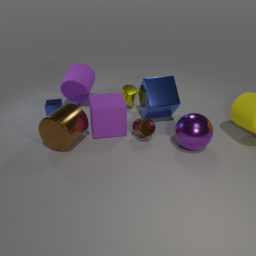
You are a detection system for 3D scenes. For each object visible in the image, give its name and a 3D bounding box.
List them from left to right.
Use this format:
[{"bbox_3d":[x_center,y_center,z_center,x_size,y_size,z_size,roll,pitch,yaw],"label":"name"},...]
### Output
[{"bbox_3d":[-3.377,-0.872,12.878,0.700,0.700,0.700,-6,31,-3],"label":"cube"},{"bbox_3d":[-2.456,-0.056,10.807,1.400,1.400,1.400,12,32,20],"label":"cylinder"},{"bbox_3d":[-2.426,-2.227,13.701,1.400,1.400,1.400,5,49,8],"label":"cylinder"},{"bbox_3d":[-0.845,-0.551,11.669,1.400,1.400,1.400,-5,31,-9],"label":"cube"},{"bbox_3d":[0.041,-1.597,13.405,0.700,0.700,0.700,6,48,-7],"label":"cylinder"},{"bbox_3d":[0.628,-0.030,11.153,0.700,0.700,0.700,-13,10,-22],"label":"cylinder"},{"bbox_3d":[1.343,-1.344,12.496,1.400,1.400,1.400,-7,72,-11],"label":"cube"},{"bbox_3d":[2.461,0.127,10.485,1.400,1.400,1.400,0,30,0],"label":"ball"},{"bbox_3d":[4.946,-0.548,10.731,1.400,1.400,1.400,-8,21,-14],"label":"cylinder"}]
